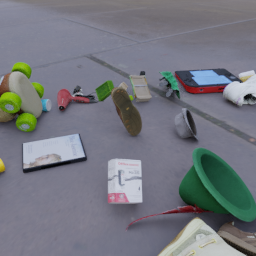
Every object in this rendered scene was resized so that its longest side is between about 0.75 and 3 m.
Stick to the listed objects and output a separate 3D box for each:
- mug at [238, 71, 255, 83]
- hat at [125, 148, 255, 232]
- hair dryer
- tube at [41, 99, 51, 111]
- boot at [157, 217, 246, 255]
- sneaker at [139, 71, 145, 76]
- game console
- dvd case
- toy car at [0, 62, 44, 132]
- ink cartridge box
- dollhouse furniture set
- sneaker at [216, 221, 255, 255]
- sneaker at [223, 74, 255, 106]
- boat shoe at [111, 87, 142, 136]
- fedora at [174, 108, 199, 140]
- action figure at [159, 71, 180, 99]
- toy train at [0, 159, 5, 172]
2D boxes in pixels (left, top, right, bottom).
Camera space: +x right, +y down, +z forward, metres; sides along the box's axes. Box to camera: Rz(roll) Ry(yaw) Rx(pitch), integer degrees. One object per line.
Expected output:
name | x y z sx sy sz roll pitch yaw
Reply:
mug | 5.833 -2.430 13.782 0.695 0.678 0.847 -4 27 10
hat | 1.696 1.960 7.546 2.548 2.243 2.111 35 28 -15
hair dryer | -2.315 -1.344 12.205 1.586 0.566 2.082 22 40 28
tube | -4.232 -0.966 11.790 1.955 0.493 0.757 1 24 9
boot | 1.468 3.064 5.292 1.973 0.919 2.551 28 42 33
sneaker | 0.637 -2.654 14.307 0.292 0.410 0.826 19 39 23
game console | 3.984 -2.458 13.997 2.832 0.440 2.504 -4 34 -6
dvd case | -2.473 0.793 9.333 1.995 0.175 1.424 -10 35 -15
toy car | -4.789 -0.986 10.643 2.565 2.024 2.107 -11 48 10
ink cartridge box | -0.078 1.406 7.401 0.816 0.475 1.120 8 70 -28
dollhouse furniture set | -0.143 -1.557 12.050 2.355 1.177 0.909 -9 -13 -42
sneaker | 2.912 2.655 6.070 1.926 0.678 0.727 26 42 33
sneaker | 5.525 -1.595 12.436 2.629 0.984 1.310 -21 50 -19
boat shoe | -0.050 -0.621 9.993 0.681 1.892 0.639 -28 22 -6
fedora | 2.056 -0.077 10.097 0.578 1.133 1.281 -23 57 24
action figure | 1.900 -2.074 12.867 0.681 1.471 2.490 -32 8 20
toy train | -4.688 1.492 7.736 2.110 0.781 2.809 0 34 -1
